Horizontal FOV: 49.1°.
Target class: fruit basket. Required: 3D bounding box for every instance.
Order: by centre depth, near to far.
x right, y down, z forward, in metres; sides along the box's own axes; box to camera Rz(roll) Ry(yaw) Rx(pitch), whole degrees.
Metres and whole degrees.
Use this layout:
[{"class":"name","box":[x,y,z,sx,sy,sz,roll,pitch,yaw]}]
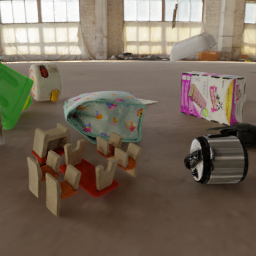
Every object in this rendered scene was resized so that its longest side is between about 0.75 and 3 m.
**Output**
[{"class":"fruit basket","box":[-4.717,-0.997,9.901,3.217,2.320,3.217,12,-25,6]}]

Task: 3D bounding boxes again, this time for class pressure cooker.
[{"class":"pressure cooker","box":[1.646,0.613,5.437,1.079,0.949,0.963,-2,27,-2]}]

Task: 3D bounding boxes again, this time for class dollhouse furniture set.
[{"class":"dollhouse furniture set","box":[-1.038,0.746,5.495,1.942,1.011,1.963,28,31,36]}]

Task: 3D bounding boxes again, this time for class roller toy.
[{"class":"roller toy","box":[-3.896,-2.218,13.494,1.341,1.750,1.919,-9,19,-29]}]

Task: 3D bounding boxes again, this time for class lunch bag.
[{"class":"lunch bag","box":[-0.778,-0.407,8.213,2.199,1.341,1.873,2,17,-13]}]

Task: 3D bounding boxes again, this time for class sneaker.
[{"class":"sneaker","box":[3.199,0.241,7.353,1.079,0.621,2.068,-12,15,-35]}]

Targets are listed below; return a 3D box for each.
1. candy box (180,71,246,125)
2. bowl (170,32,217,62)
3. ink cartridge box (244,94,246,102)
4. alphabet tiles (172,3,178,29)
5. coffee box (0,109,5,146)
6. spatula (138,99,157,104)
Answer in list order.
[{"class":"candy box","box":[2.970,-1.143,10.144,0.723,1.615,2.369,-13,20,-32]},{"class":"bowl","box":[2.060,-2.664,9.065,1.396,0.522,1.398,-13,18,33]},{"class":"ink cartridge box","box":[5.081,-1.481,13.433,0.901,0.380,0.658,1,17,4]},{"class":"alphabet tiles","box":[1.643,-3.938,9.862,0.038,0.832,0.996,10,25,12]},{"class":"coffee box","box":[-4.190,0.092,6.602,0.901,1.292,2.260,9,20,26]},{"class":"spatula","box":[0.675,-1.275,13.251,1.278,0.103,0.889,15,23,41]}]
